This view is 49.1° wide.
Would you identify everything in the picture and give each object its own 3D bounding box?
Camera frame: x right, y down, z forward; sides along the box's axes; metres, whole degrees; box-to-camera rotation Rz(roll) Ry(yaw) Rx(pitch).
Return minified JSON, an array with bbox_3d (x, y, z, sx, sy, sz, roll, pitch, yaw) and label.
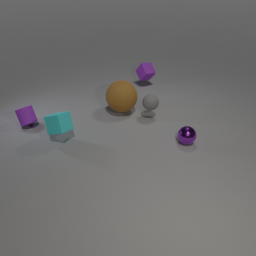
[{"bbox_3d":[2.186,0.275,10.384,0.700,0.700,0.700,0,30,0],"label":"ball"},{"bbox_3d":[-0.280,-1.393,12.330,1.400,1.400,1.400,0,30,0],"label":"ball"},{"bbox_3d":[-2.554,-0.188,10.370,0.700,0.700,0.700,-5,12,28],"label":"cube"},{"bbox_3d":[0.966,-1.093,11.913,0.700,0.700,0.700,0,30,0],"label":"ball"},{"bbox_3d":[0.959,-3.056,15.198,0.700,0.700,0.700,-13,72,-35],"label":"cube"},{"bbox_3d":[-4.167,-0.504,11.484,0.700,0.700,0.700,-19,9,3],"label":"cylinder"}]
